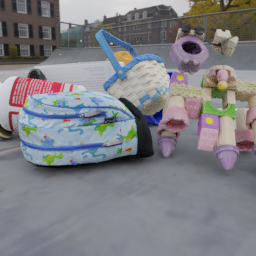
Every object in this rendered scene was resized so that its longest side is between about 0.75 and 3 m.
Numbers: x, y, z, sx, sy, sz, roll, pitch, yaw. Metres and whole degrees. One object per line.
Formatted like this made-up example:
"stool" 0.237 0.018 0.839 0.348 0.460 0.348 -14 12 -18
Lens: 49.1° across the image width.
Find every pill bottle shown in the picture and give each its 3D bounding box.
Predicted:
"pill bottle" -2.625 -0.609 7.917 2.746 1.541 1.541 7 14 -9

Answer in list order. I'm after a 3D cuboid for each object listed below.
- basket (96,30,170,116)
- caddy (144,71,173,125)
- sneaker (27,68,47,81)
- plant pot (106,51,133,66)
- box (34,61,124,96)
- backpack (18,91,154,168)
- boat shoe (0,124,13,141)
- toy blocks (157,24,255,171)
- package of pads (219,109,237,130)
"basket" 0.154 -1.568 8.016 1.690 2.430 2.142 -29 -11 26
"caddy" 1.113 -1.103 10.090 1.333 1.795 2.539 3 14 35
"sneaker" -3.144 -1.103 9.454 0.651 1.726 0.684 17 -5 14
"plant pot" 0.218 -2.652 14.577 2.520 2.520 2.307 -9 19 -30
"box" -1.720 -1.630 11.266 2.908 1.901 2.893 -2 12 10
"backpack" -1.049 -0.001 6.242 2.619 2.014 2.137 -19 26 -14
"boat shoe" -3.976 -0.030 8.368 1.709 0.562 0.611 39 7 39
"toy blocks" 1.931 -0.204 5.912 2.541 2.719 2.289 9 57 2
"package of pads" 3.848 -0.307 9.473 1.520 0.518 1.175 1 16 -2
